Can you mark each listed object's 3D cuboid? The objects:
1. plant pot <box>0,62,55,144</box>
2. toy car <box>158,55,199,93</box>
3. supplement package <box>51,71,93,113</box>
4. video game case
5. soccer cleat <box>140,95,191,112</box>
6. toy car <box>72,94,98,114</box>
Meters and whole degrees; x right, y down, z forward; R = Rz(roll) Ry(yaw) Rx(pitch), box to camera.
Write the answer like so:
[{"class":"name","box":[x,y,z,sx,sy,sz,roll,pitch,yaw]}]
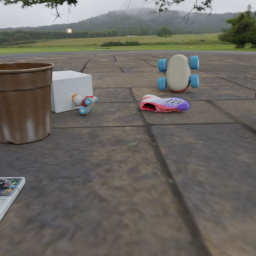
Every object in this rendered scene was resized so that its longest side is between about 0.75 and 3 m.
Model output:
[{"class":"plant pot","box":[-3.126,-0.770,8.154,2.114,2.093,2.114,0,20,0]},{"class":"toy car","box":[2.798,-2.643,14.866,2.003,1.922,2.174,-2,-10,20]},{"class":"supplement package","box":[-2.653,-1.561,11.555,1.717,1.321,1.796,-15,24,-36]},{"class":"video game case","box":[-2.821,1.294,5.174,1.422,0.166,1.293,-1,20,0]},{"class":"soccer cleat","box":[1.415,-0.839,10.784,1.909,0.651,0.699,9,42,18]},{"class":"toy car","box":[-1.711,-1.024,10.446,0.868,0.767,0.800,34,15,2]}]
